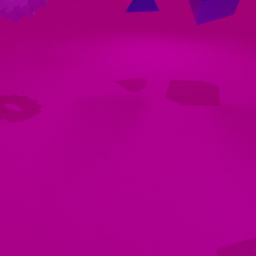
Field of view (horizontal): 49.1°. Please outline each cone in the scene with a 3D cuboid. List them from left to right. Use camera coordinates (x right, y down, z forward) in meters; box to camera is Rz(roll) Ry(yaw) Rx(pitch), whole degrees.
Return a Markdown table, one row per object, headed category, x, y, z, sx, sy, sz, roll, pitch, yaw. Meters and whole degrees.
| category | x | y | z | sx | sy | sz | roll | pitch | yaw |
| --- | --- | --- | --- | --- | --- | --- | --- | --- | --- |
| cone | 0.369 | -4.288 | 9.710 | 1.092 | 1.088 | 1.088 | -25 | 31 | 16 |

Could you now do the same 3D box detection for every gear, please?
| category | x | y | z | sx | sy | sz | roll | pitch | yaw |
| --- | --- | --- | --- | --- | --- | --- | --- | --- | --- |
| gear | -2.996 | -3.904 | 8.185 | 1.893 | 0.350 | 1.893 | -10 | 57 | 15 |

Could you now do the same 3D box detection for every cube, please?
| category | x | y | z | sx | sy | sz | roll | pitch | yaw |
| --- | --- | --- | --- | --- | --- | --- | --- | --- | --- |
| cube | 2.747 | -4.408 | 9.053 | 1.315 | 1.315 | 1.315 | -15 | 77 | 4 |
